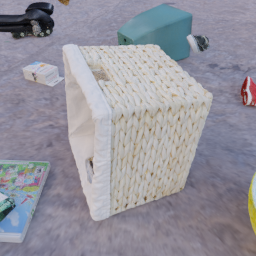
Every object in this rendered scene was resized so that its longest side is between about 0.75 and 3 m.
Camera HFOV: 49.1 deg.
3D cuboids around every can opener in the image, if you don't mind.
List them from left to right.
[{"bbox_3d":[-3.028,-2.969,7.891,2.091,0.663,0.822,-4,51,15],"label":"can opener"}]

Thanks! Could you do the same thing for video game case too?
[{"bbox_3d":[-3.187,1.533,6.413,2.304,0.254,2.097,2,39,3],"label":"video game case"}]

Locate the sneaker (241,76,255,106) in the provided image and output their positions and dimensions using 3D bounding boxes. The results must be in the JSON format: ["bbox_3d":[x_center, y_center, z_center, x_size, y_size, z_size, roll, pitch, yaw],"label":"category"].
[{"bbox_3d":[4.438,-1.211,9.748,0.819,0.555,1.418,15,53,5],"label":"sneaker"}]

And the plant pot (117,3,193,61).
[{"bbox_3d":[1.023,-3.737,11.831,2.694,1.903,1.904,-27,46,-22],"label":"plant pot"}]

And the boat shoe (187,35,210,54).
[{"bbox_3d":[2.387,-2.866,9.345,0.593,0.603,1.672,-24,1,24],"label":"boat shoe"}]

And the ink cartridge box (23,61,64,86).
[{"bbox_3d":[-3.239,-2.101,10.801,1.368,0.464,0.788,18,42,21],"label":"ink cartridge box"}]

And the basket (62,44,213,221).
[{"bbox_3d":[-0.056,-0.074,6.417,2.366,2.942,2.916,-8,39,-19],"label":"basket"}]

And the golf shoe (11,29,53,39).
[{"bbox_3d":[-4.920,-5.111,14.337,2.114,0.816,0.931,-7,31,-10],"label":"golf shoe"}]

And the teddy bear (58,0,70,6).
[{"bbox_3d":[-1.789,-4.236,8.342,1.397,0.643,1.927,-27,-6,34],"label":"teddy bear"}]

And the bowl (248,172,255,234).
[{"bbox_3d":[3.397,1.898,5.023,2.651,1.426,2.651,1,38,-1],"label":"bowl"}]

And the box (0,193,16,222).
[{"bbox_3d":[-3.231,1.848,5.603,1.114,0.281,1.544,18,44,22],"label":"box"}]
